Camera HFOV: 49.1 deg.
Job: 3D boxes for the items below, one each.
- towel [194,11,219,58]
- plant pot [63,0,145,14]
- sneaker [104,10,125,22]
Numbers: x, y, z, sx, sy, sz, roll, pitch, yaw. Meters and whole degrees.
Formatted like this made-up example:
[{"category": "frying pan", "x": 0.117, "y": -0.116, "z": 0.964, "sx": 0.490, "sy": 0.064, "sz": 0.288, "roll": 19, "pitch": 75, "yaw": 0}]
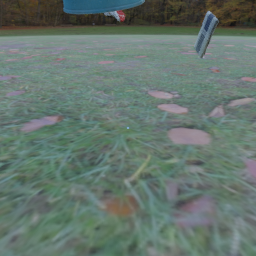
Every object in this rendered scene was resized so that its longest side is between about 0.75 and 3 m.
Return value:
[{"category": "towel", "x": 2.605, "y": -3.090, "z": 9.328, "sx": 0.226, "sy": 1.308, "sz": 1.259, "roll": 13, "pitch": 33, "yaw": -8}, {"category": "plant pot", "x": -0.589, "y": -3.271, "z": 5.505, "sx": 1.723, "sy": 1.619, "sz": 1.723, "roll": -5, "pitch": 33, "yaw": 3}, {"category": "sneaker", "x": -0.494, "y": -3.731, "z": 9.082, "sx": 0.432, "sy": 0.456, "sz": 1.109, "roll": 0, "pitch": 44, "yaw": -49}]
